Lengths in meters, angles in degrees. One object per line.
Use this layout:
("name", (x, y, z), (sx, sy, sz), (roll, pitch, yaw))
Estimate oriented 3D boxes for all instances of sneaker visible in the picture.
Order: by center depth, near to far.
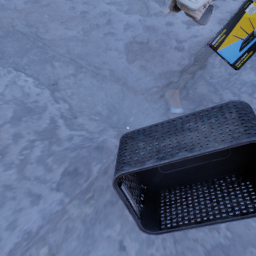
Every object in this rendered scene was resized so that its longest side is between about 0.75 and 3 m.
("sneaker", (2.040, -2.982, 5.649), (2.876, 1.081, 1.653), (17, 97, 26))

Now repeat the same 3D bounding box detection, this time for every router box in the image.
("router box", (1.825, -1.475, 4.482), (0.669, 0.229, 0.897), (40, 102, -3))

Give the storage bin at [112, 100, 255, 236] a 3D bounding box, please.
("storage bin", (1.035, 0.676, 4.433), (2.229, 1.507, 1.045), (-17, 31, 16))
